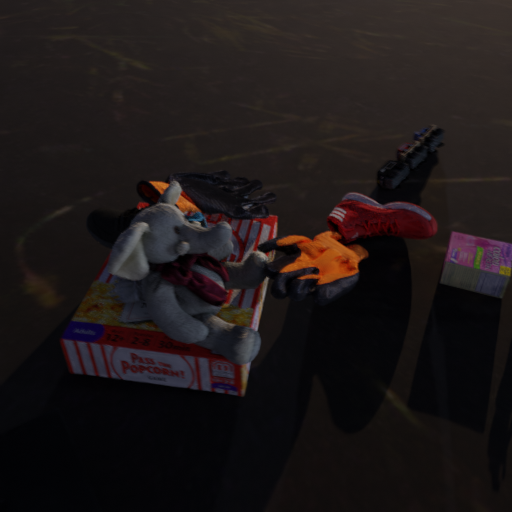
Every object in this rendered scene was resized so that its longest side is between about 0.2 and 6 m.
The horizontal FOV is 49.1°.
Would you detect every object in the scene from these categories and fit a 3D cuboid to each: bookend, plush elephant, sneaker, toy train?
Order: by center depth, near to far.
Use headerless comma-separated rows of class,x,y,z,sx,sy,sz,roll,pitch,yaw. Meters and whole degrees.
bookend,-2.392,2.572,5.551,1.516,0.703,1.525,-23,45,-24
plush elephant,-0.864,0.038,6.704,2.122,1.643,1.747,8,43,10
sneaker,-1.535,-0.468,8.004,2.023,0.829,0.741,13,41,16
sneaker,1.997,-0.425,9.347,1.791,0.702,1.035,16,47,38
toy train,3.157,-2.038,11.431,0.591,0.440,2.579,15,41,36

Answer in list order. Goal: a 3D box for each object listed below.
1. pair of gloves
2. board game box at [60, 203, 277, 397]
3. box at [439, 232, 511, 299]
pair of gloves,0.097,-0.388,8.342,3.173,0.392,2.827,34,25,17
board game box,-1.046,0.452,8.114,2.332,0.713,3.079,6,40,7
box,3.431,0.125,8.728,0.945,0.457,0.831,15,42,17
